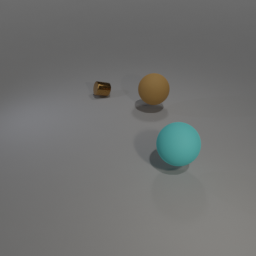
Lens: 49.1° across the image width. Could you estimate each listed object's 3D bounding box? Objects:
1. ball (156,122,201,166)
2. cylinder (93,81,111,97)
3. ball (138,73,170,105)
[{"bbox_3d":[1.600,0.510,8.902,1.400,1.400,1.400,0,32,0],"label":"ball"},{"bbox_3d":[-1.303,-1.966,14.087,0.700,0.700,0.700,3,28,-28],"label":"cylinder"},{"bbox_3d":[1.148,-1.728,12.471,1.400,1.400,1.400,0,32,0],"label":"ball"}]
